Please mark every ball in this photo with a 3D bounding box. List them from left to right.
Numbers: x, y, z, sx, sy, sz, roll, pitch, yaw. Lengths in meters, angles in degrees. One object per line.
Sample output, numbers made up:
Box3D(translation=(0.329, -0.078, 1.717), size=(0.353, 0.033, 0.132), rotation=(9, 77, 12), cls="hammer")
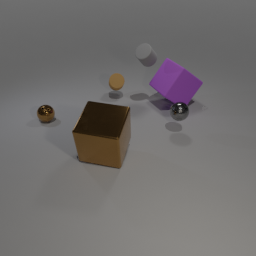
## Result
Box3D(translation=(-3.288, -0.585, 11.210), size=(0.700, 0.700, 0.700), rotation=(0, 30, 0), cls="ball")
Box3D(translation=(1.866, -0.603, 10.148), size=(0.700, 0.700, 0.700), rotation=(0, 30, 0), cls="ball")

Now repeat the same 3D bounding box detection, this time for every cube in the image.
Box3D(translation=(-0.746, 0.195, 8.741), size=(1.400, 1.400, 1.400), rotation=(9, 47, 11), cls="cube")
Box3D(translation=(2.070, -1.947, 12.234), size=(1.400, 1.400, 1.400), rotation=(25, 17, -36), cls="cube")

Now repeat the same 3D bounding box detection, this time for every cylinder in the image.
Box3D(translation=(-0.534, -2.129, 12.988), size=(0.700, 0.700, 0.700), rotation=(-3, 0, -6), cls="cylinder")
Box3D(translation=(0.740, -2.942, 11.337), size=(0.700, 0.700, 0.700), rotation=(20, -5, 30), cls="cylinder")
